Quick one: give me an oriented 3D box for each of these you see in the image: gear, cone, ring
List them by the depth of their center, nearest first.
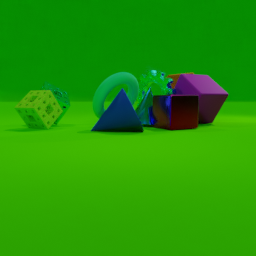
[{"bbox_3d":[-0.429,-0.206,7.492,1.281,1.276,1.276,-27,6,1],"label":"cone"},{"bbox_3d":[-0.329,-0.863,7.964,1.566,1.566,0.313,-6,39,-46],"label":"ring"},{"bbox_3d":[0.641,-0.722,9.106,1.157,1.161,1.157,8,5,-1],"label":"cone"},{"bbox_3d":[0.921,-1.202,9.859,1.597,1.597,0.295,5,11,39],"label":"gear"}]

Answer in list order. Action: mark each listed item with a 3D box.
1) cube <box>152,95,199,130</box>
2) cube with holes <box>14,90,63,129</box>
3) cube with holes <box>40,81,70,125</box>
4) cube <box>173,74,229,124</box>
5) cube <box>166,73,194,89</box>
[{"bbox_3d":[1.395,-0.483,8.319,0.988,0.988,0.988,-3,7,-27],"label":"cube"},{"bbox_3d":[-2.589,-0.537,8.171,0.800,0.800,0.800,3,45,29],"label":"cube with holes"},{"bbox_3d":[-2.549,-0.823,9.276,0.872,0.872,0.872,27,25,-33],"label":"cube with holes"},{"bbox_3d":[2.403,-1.007,9.761,1.265,1.265,1.265,-3,42,-29],"label":"cube"},{"bbox_3d":[2.106,-1.601,11.554,1.061,1.061,1.061,-7,-2,-7],"label":"cube"}]
